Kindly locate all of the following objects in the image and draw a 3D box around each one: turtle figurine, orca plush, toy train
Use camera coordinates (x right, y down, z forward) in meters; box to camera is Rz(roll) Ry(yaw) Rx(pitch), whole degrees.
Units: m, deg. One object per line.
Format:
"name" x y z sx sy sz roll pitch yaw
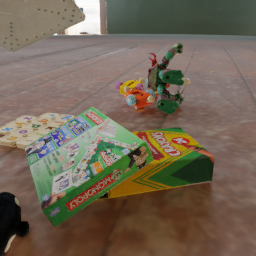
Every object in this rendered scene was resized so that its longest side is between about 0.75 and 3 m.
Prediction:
"turtle figurine" 1.366 -1.697 9.723 1.434 2.133 2.849 -7 26 9
"orca plush" -2.075 1.404 3.918 1.011 0.683 1.922 5 23 13
"toy train" 0.829 -1.262 10.342 2.963 0.824 2.226 -21 32 -35

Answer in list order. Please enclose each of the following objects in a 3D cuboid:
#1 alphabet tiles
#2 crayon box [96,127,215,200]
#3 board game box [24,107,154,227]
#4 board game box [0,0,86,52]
"alphabet tiles" -2.480 0.029 7.944 2.180 0.163 2.229 6 23 17
"crayon box" 0.265 0.649 5.828 2.513 0.638 1.595 -7 23 -15
"board game box" -0.955 0.470 5.381 1.840 0.398 2.735 -32 27 -13
"board game box" -2.457 -2.712 5.875 2.318 0.300 2.318 -15 -25 21
